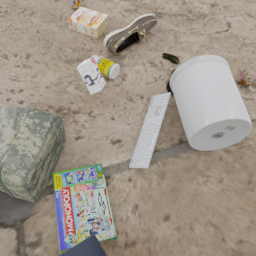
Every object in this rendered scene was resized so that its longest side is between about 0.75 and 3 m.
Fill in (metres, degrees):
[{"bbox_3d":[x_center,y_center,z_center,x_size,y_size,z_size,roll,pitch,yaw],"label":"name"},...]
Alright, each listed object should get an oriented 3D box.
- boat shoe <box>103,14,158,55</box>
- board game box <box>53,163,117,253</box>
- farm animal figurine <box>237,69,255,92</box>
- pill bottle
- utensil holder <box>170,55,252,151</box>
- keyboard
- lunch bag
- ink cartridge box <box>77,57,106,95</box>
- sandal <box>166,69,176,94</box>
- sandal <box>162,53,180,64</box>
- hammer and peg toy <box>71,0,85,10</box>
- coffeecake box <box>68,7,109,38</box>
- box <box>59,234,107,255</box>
[{"bbox_3d":[0.259,-4.039,12.130,2.691,0.967,0.801,-32,67,-16],"label":"boat shoe"},{"bbox_3d":[-1.311,2.249,8.206,1.546,0.334,2.297,-11,57,-8],"label":"board game box"},{"bbox_3d":[4.607,-1.806,10.934,0.827,0.436,0.836,29,54,4],"label":"farm animal figurine"},{"bbox_3d":[-0.950,-2.469,11.215,1.147,0.647,0.647,31,61,19],"label":"pill bottle"},{"bbox_3d":[2.657,-0.768,9.240,2.104,2.104,2.475,-6,59,-4],"label":"utensil holder"},{"bbox_3d":[0.757,0.029,9.316,0.801,0.152,2.848,-11,52,48],"label":"keyboard"},{"bbox_3d":[-3.312,0.640,8.381,2.182,1.812,2.601,14,57,5],"label":"lunch bag"},{"bbox_3d":[-1.163,-1.685,9.056,0.416,0.987,0.714,-17,24,19],"label":"ink cartridge box"},{"bbox_3d":[1.844,-1.902,11.028,0.532,0.319,1.416,11,57,8],"label":"sandal"},{"bbox_3d":[1.828,-2.960,11.804,0.829,0.339,0.226,27,38,25],"label":"sandal"},{"bbox_3d":[-2.486,-6.252,13.991,0.659,0.316,0.896,2,56,3],"label":"hammer and peg toy"},{"bbox_3d":[-1.799,-4.886,12.916,1.498,0.547,1.150,21,58,14],"label":"coffeecake box"},{"bbox_3d":[-0.662,3.789,6.037,1.284,2.187,2.150,-28,61,-18],"label":"box"}]
